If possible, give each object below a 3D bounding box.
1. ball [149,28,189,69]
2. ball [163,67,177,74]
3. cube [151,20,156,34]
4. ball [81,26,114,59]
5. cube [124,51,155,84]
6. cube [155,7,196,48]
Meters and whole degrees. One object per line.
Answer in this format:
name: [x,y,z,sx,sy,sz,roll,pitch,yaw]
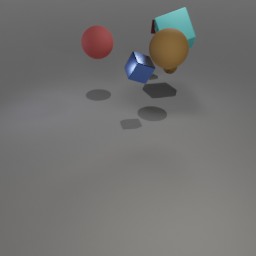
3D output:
ball: [1.448,-2.818,9.948,1.400,1.400,1.400,0,30,0]
ball: [2.047,-2.990,13.630,0.700,0.700,0.700,0,30,0]
cube: [1.700,-5.223,14.580,0.700,0.700,0.700,-5,19,-35]
ball: [-1.327,-3.713,12.181,1.400,1.400,1.400,0,30,0]
cube: [0.385,-2.037,9.483,0.700,0.700,0.700,10,43,-28]
cube: [2.065,-4.229,12.525,1.400,1.400,1.400,-18,-3,6]
